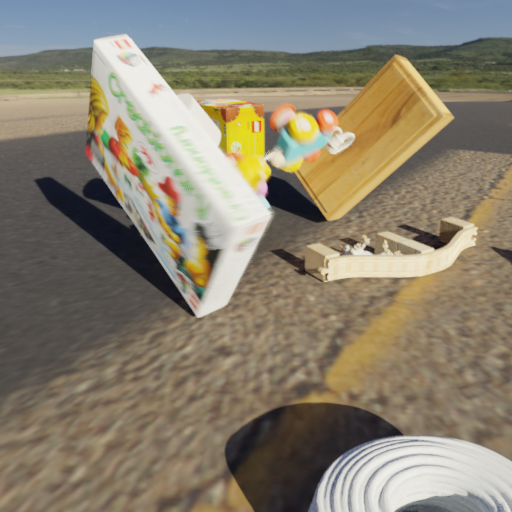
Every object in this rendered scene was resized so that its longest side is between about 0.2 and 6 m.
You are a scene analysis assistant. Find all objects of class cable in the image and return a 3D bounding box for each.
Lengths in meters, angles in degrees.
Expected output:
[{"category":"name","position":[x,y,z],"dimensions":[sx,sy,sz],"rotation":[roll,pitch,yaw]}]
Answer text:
[{"category":"cable","position":[1.301,2.042,4.076],"dimensions":[1.885,0.653,1.885],"rotation":[3,20,7]}]

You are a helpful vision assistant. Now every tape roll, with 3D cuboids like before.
[{"category":"tape roll","position":[-1.341,-2.101,9.808],"dimensions":[1.227,0.843,1.227],"rotation":[-24,42,24]}]

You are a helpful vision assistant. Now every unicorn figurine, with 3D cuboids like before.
[{"category":"unicorn figurine","position":[1.923,-0.014,9.848],"dimensions":[1.178,0.809,0.435],"rotation":[32,58,20]}]

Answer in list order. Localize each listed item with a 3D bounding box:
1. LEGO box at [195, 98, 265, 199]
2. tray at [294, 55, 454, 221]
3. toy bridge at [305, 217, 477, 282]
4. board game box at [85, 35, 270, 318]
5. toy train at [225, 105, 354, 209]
[{"category":"LEGO box","position":[-0.679,-2.366,13.389],"dimensions":[0.981,2.542,1.893],"rotation":[-13,24,-28]},{"category":"tray","position":[2.261,-2.348,11.671],"dimensions":[0.601,3.246,1.601],"rotation":[-13,65,-52]},{"category":"toy bridge","position":[2.647,-0.052,10.027],"dimensions":[3.743,0.509,1.258],"rotation":[-12,24,-29]},{"category":"board game box","position":[-1.292,-1.081,7.852],"dimensions":[0.597,2.177,3.449],"rotation":[-25,67,-33]},{"category":"toy train","position":[0.164,-1.338,8.491],"dimensions":[2.610,0.726,1.961],"rotation":[-38,-13,14]}]
